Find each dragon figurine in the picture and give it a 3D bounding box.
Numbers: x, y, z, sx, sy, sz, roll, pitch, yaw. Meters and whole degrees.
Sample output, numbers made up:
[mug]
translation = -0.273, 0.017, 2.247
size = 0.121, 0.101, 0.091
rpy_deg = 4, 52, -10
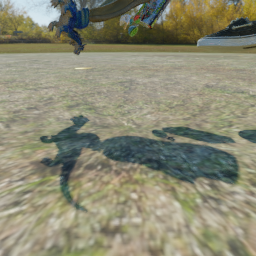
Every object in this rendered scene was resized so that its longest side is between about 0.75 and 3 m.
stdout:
[dragon figurine]
translation = -1.817, -3.720, 9.251
size = 0.798, 2.710, 1.347
rpy_deg = 39, 39, 25

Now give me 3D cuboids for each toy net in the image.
[toy net]
translation = 0.114, -3.370, 8.968
size = 0.240, 0.653, 1.244
rpy_deg = 47, 14, 9

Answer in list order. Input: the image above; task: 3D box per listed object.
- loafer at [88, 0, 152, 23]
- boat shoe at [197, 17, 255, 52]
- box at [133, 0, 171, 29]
[loafer]
translation = -0.161, -4.329, 9.244
size = 2.806, 0.946, 1.067
rpy_deg = -32, 24, -16
[boat shoe]
translation = 3.347, -2.748, 8.188
size = 2.638, 0.840, 0.933
rpy_deg = 5, 4, 33
[box]
translation = 0.875, -4.316, 10.183
size = 0.771, 1.401, 0.243
rpy_deg = 28, -12, 17
